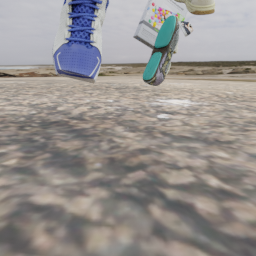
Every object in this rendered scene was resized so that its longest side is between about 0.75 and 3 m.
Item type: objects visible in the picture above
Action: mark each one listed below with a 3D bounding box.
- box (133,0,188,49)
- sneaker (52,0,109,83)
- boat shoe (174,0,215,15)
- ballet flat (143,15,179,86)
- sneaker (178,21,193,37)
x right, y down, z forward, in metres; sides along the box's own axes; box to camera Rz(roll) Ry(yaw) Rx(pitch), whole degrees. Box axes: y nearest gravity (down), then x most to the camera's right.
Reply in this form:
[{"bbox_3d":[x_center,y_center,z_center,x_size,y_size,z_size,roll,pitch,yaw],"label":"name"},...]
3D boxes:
[{"bbox_3d":[1.318,-4.129,10.940,1.651,2.117,0.436,24,-3,-29],"label":"box"},{"bbox_3d":[-1.002,-2.621,6.051,1.190,2.945,1.701,9,-17,-5],"label":"sneaker"},{"bbox_3d":[1.421,-3.103,6.175,0.716,0.645,1.985,-8,40,-2],"label":"boat shoe"},{"bbox_3d":[1.254,-2.570,9.638,0.896,2.491,0.896,22,-3,1],"label":"ballet flat"},{"bbox_3d":[1.818,-3.139,8.733,0.325,0.321,0.819,-28,43,17],"label":"sneaker"}]
